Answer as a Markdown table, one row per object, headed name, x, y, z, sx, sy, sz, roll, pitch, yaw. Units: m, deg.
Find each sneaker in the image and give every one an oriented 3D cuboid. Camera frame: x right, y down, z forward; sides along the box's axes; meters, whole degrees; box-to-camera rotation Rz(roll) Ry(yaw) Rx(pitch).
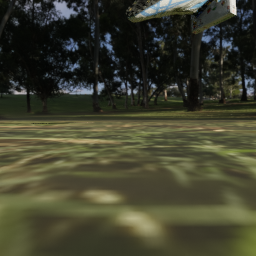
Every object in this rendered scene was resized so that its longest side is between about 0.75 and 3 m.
| name | x | y | z | sx | sy | sz | roll | pitch | yaw |
| --- | --- | --- | --- | --- | --- | --- | --- | --- | --- |
| sneaker | 1.323 | -3.423 | 7.668 | 2.805 | 1.016 | 1.008 | -22 | 38 | -2 |

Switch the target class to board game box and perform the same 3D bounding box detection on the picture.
| name | x | y | z | sx | sy | sz | roll | pitch | yaw |
| --- | --- | --- | --- | --- | --- | --- | --- | --- | --- |
| board game box | 2.850 | -4.014 | 9.520 | 0.287 | 1.047 | 1.659 | 5 | -8 | -35 |
